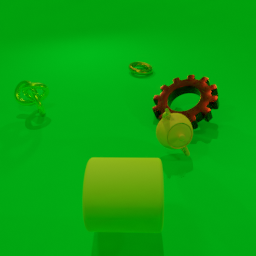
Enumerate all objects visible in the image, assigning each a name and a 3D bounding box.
[{"bbox_3d":[-0.056,1.227,5.201,1.339,1.339,1.339,0,35,2],"label":"cylinder"},{"bbox_3d":[-3.020,-0.958,9.047,1.262,1.181,0.583,-5,35,33],"label":"knot shape"},{"bbox_3d":[0.542,-2.554,11.978,1.073,0.215,1.073,5,35,-4],"label":"ring"},{"bbox_3d":[1.777,-0.815,8.755,2.012,0.372,2.012,-15,48,17],"label":"gear"},{"bbox_3d":[1.215,0.089,7.163,0.970,1.560,0.764,-31,22,-2],"label":"teapot"}]
